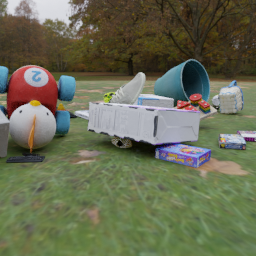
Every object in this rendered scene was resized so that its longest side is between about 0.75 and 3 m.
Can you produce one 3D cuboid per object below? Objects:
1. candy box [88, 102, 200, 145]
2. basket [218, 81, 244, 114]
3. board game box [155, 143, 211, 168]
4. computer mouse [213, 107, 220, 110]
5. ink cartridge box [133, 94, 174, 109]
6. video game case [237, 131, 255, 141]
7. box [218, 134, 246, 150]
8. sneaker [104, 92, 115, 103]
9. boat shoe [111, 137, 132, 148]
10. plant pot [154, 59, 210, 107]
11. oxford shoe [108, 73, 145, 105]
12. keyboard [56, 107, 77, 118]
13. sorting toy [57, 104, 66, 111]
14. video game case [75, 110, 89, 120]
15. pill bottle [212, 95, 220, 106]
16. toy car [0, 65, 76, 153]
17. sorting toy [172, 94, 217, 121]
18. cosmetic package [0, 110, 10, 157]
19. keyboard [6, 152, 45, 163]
[{"bbox_3d":[0.496,-0.208,9.097,2.829,1.012,2.373,10,7,42],"label":"candy box"},{"bbox_3d":[5.700,-1.639,15.430,1.279,1.621,1.838,3,22,41],"label":"basket"},{"bbox_3d":[1.519,0.719,7.764,1.268,0.284,0.852,10,16,39],"label":"board game box"},{"bbox_3d":[4.629,-1.086,15.966,0.935,0.306,1.332,3,0,45],"label":"computer mouse"},{"bbox_3d":[1.028,-1.169,14.529,1.725,1.005,2.386,-1,11,-21],"label":"ink cartridge box"},{"bbox_3d":[4.507,0.290,9.939,1.054,0.189,0.956,2,13,9],"label":"video game case"},{"bbox_3d":[3.390,0.436,9.189,0.773,0.225,1.129,4,13,16],"label":"box"},{"bbox_3d":[-0.217,-1.642,17.432,2.655,0.983,1.110,6,1,7],"label":"sneaker"},{"bbox_3d":[-0.271,0.457,8.871,0.315,0.321,0.908,-23,18,-38],"label":"boat shoe"},{"bbox_3d":[3.147,-2.454,17.216,2.790,2.790,2.621,-11,0,-41],"label":"plant pot"},{"bbox_3d":[-0.224,-1.221,11.277,0.735,2.545,0.957,26,31,-29],"label":"oxford shoe"},{"bbox_3d":[-3.409,-0.750,14.675,1.078,0.410,2.072,20,2,-26],"label":"keyboard"},{"bbox_3d":[-3.801,-0.634,12.669,2.442,0.841,0.847,-8,15,-35],"label":"sorting toy"},{"bbox_3d":[-1.272,-0.722,14.381,2.257,0.264,2.052,-8,15,-33],"label":"video game case"},{"bbox_3d":[5.829,-1.769,18.155,0.686,0.686,1.220,6,14,24],"label":"pill bottle"},{"bbox_3d":[-2.957,-0.457,8.763,2.671,2.563,2.898,5,22,-23],"label":"toy car"},{"bbox_3d":[2.663,-0.841,11.617,1.449,0.504,1.441,-23,33,-6],"label":"sorting toy"},{"bbox_3d":[-4.737,-0.351,8.008,1.571,1.327,2.942,-10,37,-42],"label":"cosmetic package"},{"bbox_3d":[-2.801,0.787,7.705,0.973,0.193,0.506,0,13,-5],"label":"keyboard"}]
